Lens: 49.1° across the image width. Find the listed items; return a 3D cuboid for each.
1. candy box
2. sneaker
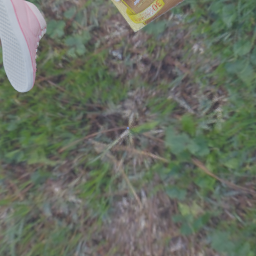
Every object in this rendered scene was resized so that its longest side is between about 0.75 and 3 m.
[{"bbox_3d":[0.002,-3.391,5.094,2.768,1.598,0.766,48,42,-25],"label":"candy box"},{"bbox_3d":[-2.082,-1.759,5.867,0.732,1.017,1.945,-10,96,34],"label":"sneaker"}]
